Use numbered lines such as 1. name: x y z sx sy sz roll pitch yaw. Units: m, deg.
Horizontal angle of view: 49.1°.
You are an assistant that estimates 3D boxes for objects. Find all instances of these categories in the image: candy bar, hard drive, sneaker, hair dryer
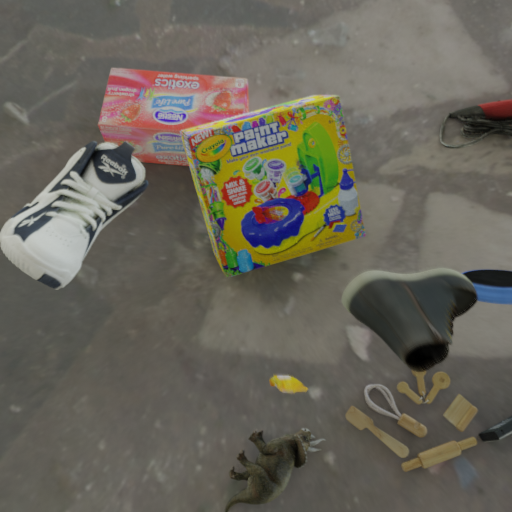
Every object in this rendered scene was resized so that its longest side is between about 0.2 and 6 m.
1. candy bar: 0.414 1.758 7.683 0.367 1.474 0.163 0 81 -4
2. hard drive: 4.251 2.750 9.225 1.024 0.715 0.168 -25 71 -9
3. sneaker: 2.223 0.847 7.065 2.281 0.853 1.212 0 38 -34
4. sneaker: -2.316 -0.779 7.587 1.099 2.753 1.792 40 101 -13
5. hair dryer: 5.635 -3.087 11.346 2.634 0.940 3.459 34 72 13

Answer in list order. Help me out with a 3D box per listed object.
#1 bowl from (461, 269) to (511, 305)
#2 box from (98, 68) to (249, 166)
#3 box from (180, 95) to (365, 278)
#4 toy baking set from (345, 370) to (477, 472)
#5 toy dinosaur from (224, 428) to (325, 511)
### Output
1. bowl: 3.609 0.436 8.352 1.201 1.201 0.236 -1 103 -1
2. box: -1.536 -2.647 10.985 2.690 1.273 1.380 6 69 2
3. box: 0.256 -1.273 9.711 2.526 1.541 2.433 -17 108 -7
4. toy baking set: 2.663 2.771 9.502 2.104 0.245 1.615 -22 68 -8
5. toy dinosaur: 0.176 3.425 8.966 0.993 0.748 1.942 33 70 19
